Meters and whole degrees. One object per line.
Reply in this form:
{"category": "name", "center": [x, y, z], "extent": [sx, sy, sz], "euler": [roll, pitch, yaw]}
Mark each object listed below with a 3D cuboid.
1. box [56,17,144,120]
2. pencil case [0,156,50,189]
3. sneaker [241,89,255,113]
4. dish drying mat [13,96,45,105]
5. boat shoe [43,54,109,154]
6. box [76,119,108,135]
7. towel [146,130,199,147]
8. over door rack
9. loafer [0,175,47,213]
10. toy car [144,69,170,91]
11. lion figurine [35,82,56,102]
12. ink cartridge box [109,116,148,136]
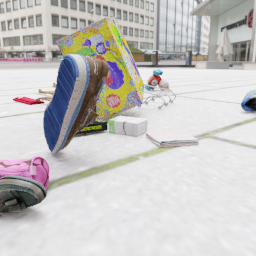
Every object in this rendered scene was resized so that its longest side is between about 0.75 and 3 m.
{"category": "box", "center": [-0.674, -1.927, 8.781], "extent": [1.544, 2.532, 2.439], "euler": [-21, 19, 13]}
{"category": "pencil case", "center": [-1.810, 0.636, 3.930], "extent": [1.315, 0.616, 0.597], "euler": [-1, 57, 5]}
{"category": "sneaker", "center": [4.896, -0.736, 9.158], "extent": [2.458, 0.947, 1.047], "euler": [4, 23, 46]}
{"category": "dish drying mat", "center": [-4.317, -1.196, 12.086], "extent": [0.666, 0.158, 1.735], "euler": [-12, 18, -43]}
{"category": "boat shoe", "center": [-0.938, -0.307, 5.093], "extent": [0.815, 2.252, 0.814], "euler": [-9, 58, -36]}
{"category": "box", "center": [-1.289, -0.074, 7.341], "extent": [1.129, 0.278, 1.169], "euler": [-6, 12, -32]}
{"category": "towel", "center": [1.009, 0.219, 6.480], "extent": [0.984, 0.159, 0.940], "euler": [-3, 14, -14]}
{"category": "over door rack", "center": [0.573, -1.466, 11.371], "extent": [2.447, 0.815, 1.808], "euler": [27, 22, 16]}
{"category": "loafer", "center": [-1.661, 0.885, 3.439], "extent": [1.358, 0.488, 0.427], "euler": [-2, 33, 18]}
{"category": "toy car", "center": [1.867, -2.533, 16.097], "extent": [1.324, 1.221, 1.171], "euler": [35, 26, 15]}
{"category": "lion figurine", "center": [-2.779, -1.386, 11.893], "extent": [1.394, 0.825, 2.277], "euler": [18, 32, 7]}
{"category": "ink cartridge box", "center": [0.012, -0.062, 7.181], "extent": [0.834, 0.350, 0.607], "euler": [8, 16, 28]}
